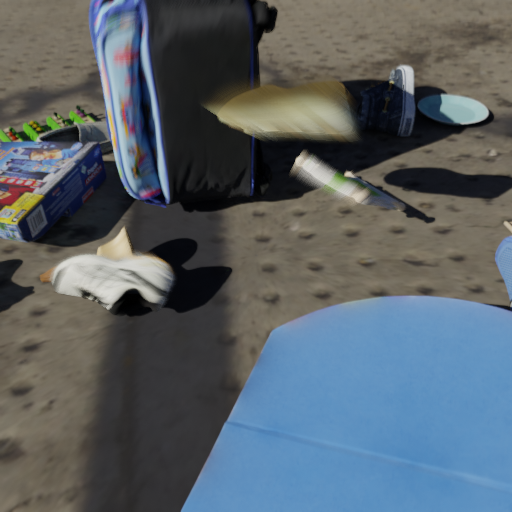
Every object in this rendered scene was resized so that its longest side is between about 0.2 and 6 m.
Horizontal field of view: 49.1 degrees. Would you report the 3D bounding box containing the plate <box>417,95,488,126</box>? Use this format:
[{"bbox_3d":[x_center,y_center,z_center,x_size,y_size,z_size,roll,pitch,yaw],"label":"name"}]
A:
[{"bbox_3d":[4.539,-3.337,12.992,1.581,0.202,1.581,0,38,0],"label":"plate"}]

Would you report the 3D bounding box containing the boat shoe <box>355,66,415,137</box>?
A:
[{"bbox_3d":[2.919,-3.653,12.772,1.184,0.923,2.609,9,41,4],"label":"boat shoe"}]

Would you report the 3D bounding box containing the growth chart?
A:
[{"bbox_3d":[1.588,-1.206,9.507,1.633,0.200,2.256,37,19,29],"label":"growth chart"}]

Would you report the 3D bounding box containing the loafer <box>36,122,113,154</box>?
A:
[{"bbox_3d":[-3.495,-2.385,11.338,1.856,0.648,0.649,-24,73,-22],"label":"loafer"}]

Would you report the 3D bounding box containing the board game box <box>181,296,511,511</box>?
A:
[{"bbox_3d":[1.493,2.306,5.382,3.835,0.945,4.855,6,38,22],"label":"board game box"}]

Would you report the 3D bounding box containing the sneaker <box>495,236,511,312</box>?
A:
[{"bbox_3d":[3.584,0.850,6.876,1.509,1.330,3.385,2,39,-2],"label":"sneaker"}]

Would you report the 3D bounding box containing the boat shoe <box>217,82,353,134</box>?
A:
[{"bbox_3d":[0.342,-1.870,7.466,1.923,0.605,0.701,2,46,32],"label":"boat shoe"}]

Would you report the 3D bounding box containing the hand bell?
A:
[{"bbox_3d":[-2.533,0.121,8.403,1.403,0.730,0.730,-17,41,-8],"label":"hand bell"}]

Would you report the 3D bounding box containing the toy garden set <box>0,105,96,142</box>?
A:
[{"bbox_3d":[-4.335,-2.689,12.024,1.940,0.387,1.618,-25,45,-28],"label":"toy garden set"}]

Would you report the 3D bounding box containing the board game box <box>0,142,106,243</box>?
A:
[{"bbox_3d":[-4.488,-1.197,9.814,2.673,0.825,2.675,9,40,13],"label":"board game box"}]

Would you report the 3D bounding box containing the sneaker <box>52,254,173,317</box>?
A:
[{"bbox_3d":[-2.081,0.451,7.812,1.784,0.675,0.782,-4,53,12],"label":"sneaker"}]

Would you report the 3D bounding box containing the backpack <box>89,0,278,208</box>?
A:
[{"bbox_3d":[-1.435,-3.235,10.058,2.704,3.669,4.019,-10,39,-13],"label":"backpack"}]

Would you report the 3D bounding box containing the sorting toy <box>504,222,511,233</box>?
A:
[{"bbox_3d":[4.963,-0.350,9.157,1.335,0.323,2.371,-7,39,-9],"label":"sorting toy"}]
